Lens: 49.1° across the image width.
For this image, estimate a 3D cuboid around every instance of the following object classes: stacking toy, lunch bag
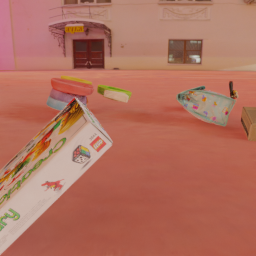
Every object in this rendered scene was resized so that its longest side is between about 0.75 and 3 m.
[{"bbox_3d":[-1.209,-0.815,8.917,2.474,1.154,2.733,13,12,-2],"label":"stacking toy"},{"bbox_3d":[2.176,-0.709,8.115,1.536,0.937,1.309,21,10,13],"label":"lunch bag"}]

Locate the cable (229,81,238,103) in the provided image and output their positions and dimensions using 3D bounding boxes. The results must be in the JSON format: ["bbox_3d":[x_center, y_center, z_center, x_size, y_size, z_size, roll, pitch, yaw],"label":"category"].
[{"bbox_3d":[4.107,-1.388,10.918,0.281,0.542,1.117,3,39,13],"label":"cable"}]

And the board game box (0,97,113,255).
[{"bbox_3d":[-0.949,0.486,2.619,1.717,0.297,1.084,-45,23,-1],"label":"board game box"}]

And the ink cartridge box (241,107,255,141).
[{"bbox_3d":[3.572,-0.097,6.937,1.292,0.485,1.065,3,27,10],"label":"ink cartridge box"}]
